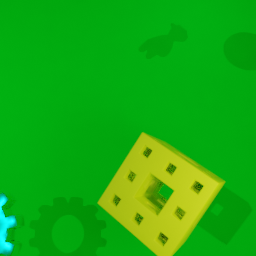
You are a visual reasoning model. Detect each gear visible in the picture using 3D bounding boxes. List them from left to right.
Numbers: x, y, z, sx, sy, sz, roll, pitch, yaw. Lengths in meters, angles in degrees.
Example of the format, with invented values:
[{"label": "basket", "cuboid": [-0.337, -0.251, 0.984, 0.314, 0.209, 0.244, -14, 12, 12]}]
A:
[{"label": "gear", "cuboid": [-2.943, 1.982, 5.194, 1.925, 0.356, 1.925, -1, 71, 4]}]

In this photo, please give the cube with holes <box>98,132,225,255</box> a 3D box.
[{"label": "cube with holes", "cuboid": [0.562, 0.962, 4.228, 1.202, 1.202, 1.202, 34, 95, 24]}]
